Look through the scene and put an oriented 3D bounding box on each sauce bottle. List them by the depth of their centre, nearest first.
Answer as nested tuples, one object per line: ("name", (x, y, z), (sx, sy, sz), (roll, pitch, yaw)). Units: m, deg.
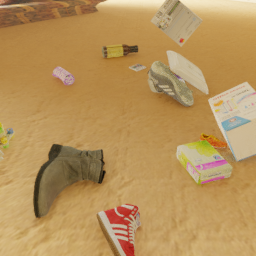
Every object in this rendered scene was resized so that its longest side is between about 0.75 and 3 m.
("sauce bottle", (-0.511, -5.180, 18.733), (2.430, 0.786, 0.786), (-8, 35, -13))

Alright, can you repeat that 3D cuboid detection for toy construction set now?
("toy construction set", (-4.910, 0.712, 9.903), (1.579, 1.110, 2.409), (-9, 24, -13))

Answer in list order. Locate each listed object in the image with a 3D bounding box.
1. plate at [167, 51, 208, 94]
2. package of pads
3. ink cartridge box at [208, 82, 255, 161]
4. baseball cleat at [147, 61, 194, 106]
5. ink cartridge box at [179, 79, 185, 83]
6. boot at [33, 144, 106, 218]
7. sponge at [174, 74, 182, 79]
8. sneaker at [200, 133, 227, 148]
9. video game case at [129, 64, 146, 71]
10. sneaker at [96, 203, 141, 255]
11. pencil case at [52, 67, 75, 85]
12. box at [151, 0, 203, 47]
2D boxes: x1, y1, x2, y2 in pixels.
("plate", (3.186, -3.058, 14.748), (2.476, 0.400, 2.471), (29, 32, -19))
("package of pads", (2.534, 1.142, 9.622), (1.270, 0.560, 1.643), (-10, 34, -16))
("ink cartridge box", (4.204, -0.370, 10.447), (1.635, 1.593, 2.543), (-25, 32, 13))
("baseball cleat", (2.046, -1.972, 13.879), (0.996, 1.521, 2.857), (-20, 68, -38))
("ink cartridge box", (2.472, -2.252, 14.718), (1.028, 0.435, 0.743), (1, 34, 0))
("boot", (-1.703, 1.514, 8.786), (1.921, 0.996, 2.941), (6, 36, 0))
("sponge", (2.569, -2.920, 15.979), (0.869, 0.130, 0.485), (29, 44, 36))
("sneaker", (3.267, 0.489, 10.726), (1.055, 0.407, 0.385), (18, 37, 22))
("video game case", (0.590, -3.713, 17.179), (0.792, 0.094, 0.721), (-27, 42, -33))
("sneaker", (0.042, 2.721, 7.162), (1.129, 0.715, 2.008), (-18, 36, -19))
("pencil case", (-3.574, -2.866, 15.498), (0.673, 0.661, 1.574), (-45, 46, -8))
("box", (1.847, -4.104, 10.712), (1.574, 1.227, 0.324), (38, 33, -5))
